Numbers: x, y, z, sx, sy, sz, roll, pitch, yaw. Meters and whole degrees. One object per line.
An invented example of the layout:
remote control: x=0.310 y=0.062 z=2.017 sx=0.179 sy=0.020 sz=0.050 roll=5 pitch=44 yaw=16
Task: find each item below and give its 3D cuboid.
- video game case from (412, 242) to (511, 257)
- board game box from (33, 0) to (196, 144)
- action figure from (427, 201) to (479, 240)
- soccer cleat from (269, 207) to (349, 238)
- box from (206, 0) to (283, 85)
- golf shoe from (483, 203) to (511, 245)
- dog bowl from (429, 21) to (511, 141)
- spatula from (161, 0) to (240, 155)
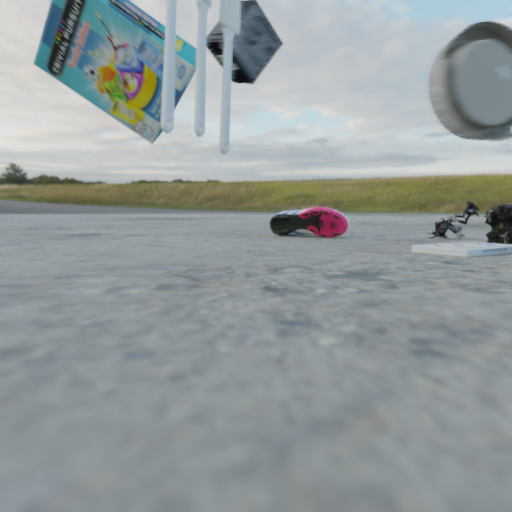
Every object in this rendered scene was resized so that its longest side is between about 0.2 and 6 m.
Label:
video game case: x=3.796 y=-0.129 z=10.130 sx=1.619 sy=0.146 sz=1.159 roll=-4 pitch=6 yaw=-35
board game box: x=-2.237 y=-3.144 z=8.979 sx=2.315 sy=1.747 sz=0.543 roll=33 pitch=44 yaw=-9
action figure: x=4.918 y=-0.736 z=13.899 sx=1.314 sy=0.671 sz=0.781 roll=-40 pitch=15 yaw=31
soccer cleat: x=1.474 y=-0.931 z=14.843 sx=2.307 sy=0.806 sz=0.996 roll=2 pitch=13 yaw=32
box: x=-0.240 y=-4.113 z=10.825 sx=0.680 sy=1.094 sz=1.103 roll=23 pitch=-17 yaw=45
golf shoe: x=5.577 y=-0.617 z=10.372 sx=1.338 sy=1.101 sz=2.831 roll=-1 pitch=7 yaw=-14
dog bowl: x=3.286 y=-2.485 z=8.189 sx=1.711 sy=1.711 sz=0.502 roll=-2 pitch=2 yaw=-21
spatula: x=-0.832 y=-3.043 z=7.980 sx=0.235 sy=2.930 sz=2.038 roll=4 pitch=1 yaw=27
